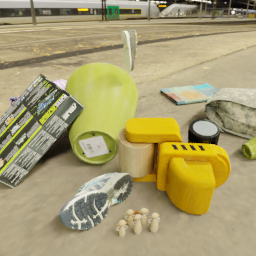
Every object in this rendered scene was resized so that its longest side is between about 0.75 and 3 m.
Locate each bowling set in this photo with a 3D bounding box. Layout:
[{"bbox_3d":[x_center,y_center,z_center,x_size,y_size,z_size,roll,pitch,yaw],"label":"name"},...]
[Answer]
[{"bbox_3d":[0.162,1.883,5.949,0.912,0.490,0.635,-6,26,-12],"label":"bowling set"}]

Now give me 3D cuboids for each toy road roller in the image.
[{"bbox_3d":[1.060,0.925,6.727,2.691,1.654,1.965,2,37,3],"label":"toy road roller"}]

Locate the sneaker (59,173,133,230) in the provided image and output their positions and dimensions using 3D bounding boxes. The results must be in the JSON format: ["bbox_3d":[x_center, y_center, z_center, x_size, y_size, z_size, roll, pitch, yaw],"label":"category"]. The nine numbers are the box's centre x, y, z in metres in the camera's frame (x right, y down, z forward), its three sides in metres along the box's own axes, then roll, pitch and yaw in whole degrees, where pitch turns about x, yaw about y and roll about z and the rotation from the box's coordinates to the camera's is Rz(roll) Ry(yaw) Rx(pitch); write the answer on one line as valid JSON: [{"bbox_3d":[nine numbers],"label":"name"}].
[{"bbox_3d":[-0.800,1.616,6.435,0.877,0.788,2.031,5,17,40],"label":"sneaker"}]

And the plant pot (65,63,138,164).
[{"bbox_3d":[-0.902,-0.260,8.648,2.532,2.532,2.706,0,38,-1],"label":"plant pot"}]

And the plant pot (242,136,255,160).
[{"bbox_3d":[3.892,0.605,8.442,0.755,0.784,0.784,-17,28,-8],"label":"plant pot"}]

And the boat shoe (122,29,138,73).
[{"bbox_3d":[0.088,-2.119,7.771,0.365,1.222,0.437,-24,45,-20],"label":"boat shoe"}]

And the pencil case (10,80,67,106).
[{"bbox_3d":[-3.437,-1.070,11.412,1.265,1.242,2.960,-16,15,30],"label":"pencil case"}]

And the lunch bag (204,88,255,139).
[{"bbox_3d":[4.111,-0.662,10.209,2.415,1.420,1.981,19,31,25],"label":"lunch bag"}]

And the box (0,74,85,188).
[{"bbox_3d":[-2.873,-0.124,8.142,2.828,0.672,2.731,-50,42,-6],"label":"box"}]

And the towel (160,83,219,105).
[{"bbox_3d":[3.223,-1.695,13.651,2.798,0.304,2.052,-8,26,-16],"label":"towel"}]
